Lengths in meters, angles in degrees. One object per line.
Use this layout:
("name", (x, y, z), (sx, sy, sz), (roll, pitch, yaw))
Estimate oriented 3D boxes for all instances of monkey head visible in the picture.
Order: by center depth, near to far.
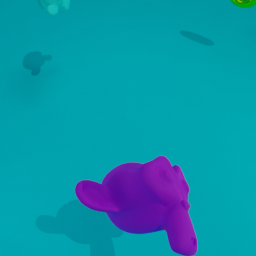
("monkey head", (0.268, 1.140, 3.864), (1.188, 1.971, 1.418), (-32, 49, 22))
("monkey head", (-1.832, -3.450, 7.178), (1.009, 0.845, 1.403), (10, 86, -38))

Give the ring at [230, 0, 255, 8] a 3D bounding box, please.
("ring", (3.536, -4.273, 8.463), (1.292, 1.292, 0.258), (37, 64, 26))
